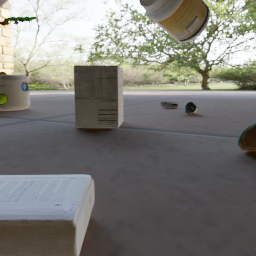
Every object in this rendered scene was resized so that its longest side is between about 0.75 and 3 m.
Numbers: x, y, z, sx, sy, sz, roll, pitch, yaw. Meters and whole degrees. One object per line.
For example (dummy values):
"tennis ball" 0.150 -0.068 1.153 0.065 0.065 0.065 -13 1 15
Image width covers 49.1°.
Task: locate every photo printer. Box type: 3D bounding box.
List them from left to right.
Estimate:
"photo printer" -1.008 0.770 2.540 1.295 0.450 1.077 -1 11 0

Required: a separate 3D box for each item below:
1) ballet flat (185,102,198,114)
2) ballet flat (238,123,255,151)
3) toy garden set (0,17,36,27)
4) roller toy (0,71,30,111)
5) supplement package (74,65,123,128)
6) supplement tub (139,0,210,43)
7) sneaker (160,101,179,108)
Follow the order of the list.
"ballet flat" 2.800 -0.862 12.362 0.577 0.577 1.580 2 4 12
"ballet flat" 2.913 0.222 5.868 0.650 0.609 1.797 30 22 33
"toy garden set" -3.710 -3.561 9.404 0.987 0.197 0.823 6 33 15
"roller toy" -6.285 -1.893 14.131 2.694 1.882 2.457 9 13 41
"supplement package" -0.893 -1.061 9.182 1.381 1.878 1.796 1 9 4
"supplement tub" 1.427 -3.697 8.567 1.992 1.438 1.438 23 -8 -42
"sneaker" 2.202 -1.222 14.949 0.973 0.356 0.544 10 8 9
